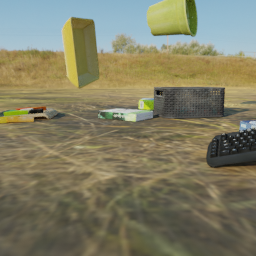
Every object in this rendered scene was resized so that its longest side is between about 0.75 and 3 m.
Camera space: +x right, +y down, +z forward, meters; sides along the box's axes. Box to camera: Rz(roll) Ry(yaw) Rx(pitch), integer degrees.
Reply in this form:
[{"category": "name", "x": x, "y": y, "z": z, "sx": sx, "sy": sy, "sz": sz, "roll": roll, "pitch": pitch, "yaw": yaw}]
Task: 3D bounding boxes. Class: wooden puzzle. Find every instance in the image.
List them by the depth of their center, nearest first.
[{"category": "wooden puzzle", "x": -3.446, "y": -0.530, "z": 9.625, "sx": 1.922, "sy": 0.333, "sz": 2.849, "roll": -2, "pitch": 9, "yaw": -11}]

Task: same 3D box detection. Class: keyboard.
[{"category": "keyboard", "x": 2.451, "y": -0.105, "z": 3.935, "sx": 2.687, "sy": 0.532, "sz": 1.399, "roll": -12, "pitch": 13, "yaw": 24}]

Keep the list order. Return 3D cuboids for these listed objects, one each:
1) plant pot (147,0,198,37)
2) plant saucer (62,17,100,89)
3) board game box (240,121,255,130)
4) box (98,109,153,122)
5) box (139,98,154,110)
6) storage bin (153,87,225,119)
[{"category": "plant pot", "x": 1.317, "y": -3.366, "z": 8.522, "sx": 1.284, "sy": 1.397, "sz": 1.397, "roll": -3, "pitch": 7, "yaw": 28}, {"category": "plant saucer", "x": -1.467, "y": -2.337, "z": 8.653, "sx": 0.474, "sy": 1.956, "sz": 1.955, "roll": 0, "pitch": 19, "yaw": 12}, {"category": "board game box", "x": 3.276, "y": 0.247, "z": 4.626, "sx": 1.703, "sy": 0.434, "sz": 2.517, "roll": -1, "pitch": 10, "yaw": -9}, {"category": "box", "x": -0.077, "y": -0.448, "z": 9.348, "sx": 1.511, "sy": 0.275, "sz": 1.090, "roll": 5, "pitch": 11, "yaw": 34}, {"category": "box", "x": 1.138, "y": -1.121, "z": 12.858, "sx": 1.106, "sy": 0.432, "sz": 1.814, "roll": 2, "pitch": 10, "yaw": 8}, {"category": "storage bin", "x": 2.130, "y": -0.940, "z": 9.946, "sx": 2.226, "sy": 1.044, "sz": 1.505, "roll": -3, "pitch": 10, "yaw": -14}]
